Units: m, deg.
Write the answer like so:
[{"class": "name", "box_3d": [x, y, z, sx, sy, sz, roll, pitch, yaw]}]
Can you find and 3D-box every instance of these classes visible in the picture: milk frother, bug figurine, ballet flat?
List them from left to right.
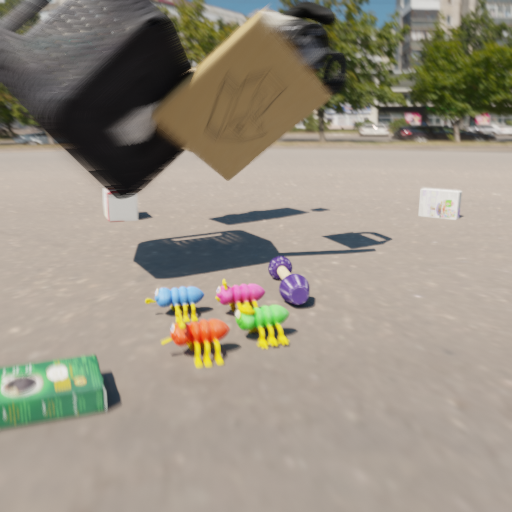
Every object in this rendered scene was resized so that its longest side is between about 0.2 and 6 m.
[{"class": "ballet flat", "box_3d": [-2.457, -2.810, 9.429, 0.754, 2.100, 0.754, -21, 34, 15]}, {"class": "bug figurine", "box_3d": [-0.503, 0.698, 7.057, 1.601, 0.531, 2.065, -4, 14, -17]}, {"class": "milk frother", "box_3d": [0.728, -3.398, 9.434, 1.272, 1.410, 1.326, -30, 43, -14]}]

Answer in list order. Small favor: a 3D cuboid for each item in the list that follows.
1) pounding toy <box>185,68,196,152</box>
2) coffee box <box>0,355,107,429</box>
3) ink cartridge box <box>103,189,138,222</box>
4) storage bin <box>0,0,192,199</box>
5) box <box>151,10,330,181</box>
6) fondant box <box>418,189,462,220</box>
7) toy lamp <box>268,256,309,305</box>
[{"class": "pounding toy", "box_3d": [-0.652, -3.862, 13.435, 2.870, 2.521, 1.313, -8, 23, -38]}, {"class": "coffee box", "box_3d": [-2.111, 1.271, 5.221, 1.311, 0.288, 0.806, -5, 14, -21]}, {"class": "ink cartridge box", "box_3d": [-3.649, -1.382, 15.025, 0.776, 0.773, 1.068, -5, 15, -21]}, {"class": "storage bin", "box_3d": [-2.297, -2.589, 8.909, 1.563, 2.254, 3.334, 45, -5, 16]}, {"class": "box", "box_3d": [-0.211, -2.376, 8.782, 1.838, 2.248, 0.239, 37, 25, -39]}, {"class": "fondant box", "box_3d": [4.968, -1.407, 15.157, 1.045, 0.754, 0.304, 10, 15, 36]}, {"class": "toy lamp", "box_3d": [0.497, 0.387, 8.567, 0.465, 0.465, 1.599, -2, 11, -6]}]
